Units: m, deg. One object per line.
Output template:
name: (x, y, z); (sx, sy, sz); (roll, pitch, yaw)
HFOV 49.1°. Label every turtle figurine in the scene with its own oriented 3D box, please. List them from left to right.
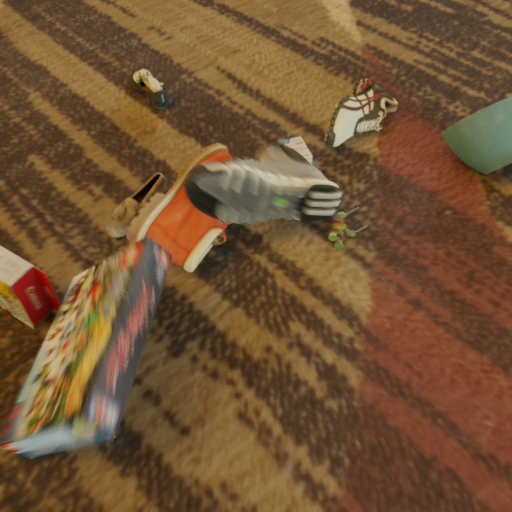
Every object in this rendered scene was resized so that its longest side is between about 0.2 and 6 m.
turtle figurine: (1.861, -0.601, 11.674); (0.826, 0.594, 0.800); (14, 59, 12)

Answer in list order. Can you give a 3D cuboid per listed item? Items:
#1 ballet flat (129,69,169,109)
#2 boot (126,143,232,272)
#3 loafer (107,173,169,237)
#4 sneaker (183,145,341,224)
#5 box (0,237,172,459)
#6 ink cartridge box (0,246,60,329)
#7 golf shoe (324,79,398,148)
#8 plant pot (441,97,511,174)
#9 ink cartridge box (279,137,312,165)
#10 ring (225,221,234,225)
ballet flat: (-2.866, -4.592, 14.905); (0.643, 0.643, 1.761); (-29, 56, -21)
boot: (-1.117, -1.019, 11.711); (1.657, 1.159, 3.090); (32, 60, 5)
loafer: (-2.588, -1.141, 12.083); (0.649, 0.568, 1.806); (22, 51, 28)
sneaker: (-0.024, -1.626, 11.612); (3.295, 1.236, 1.903); (5, 38, -24)
box: (-2.699, 1.439, 9.123); (2.258, 0.623, 3.306); (-25, 39, 35)
ink cartridge box: (-4.241, 0.643, 10.168); (1.197, 1.363, 0.572); (26, 55, 20)
golf shoe: (2.569, -3.446, 13.767); (1.132, 0.993, 2.571); (30, 57, 15)
plant pot: (5.399, -2.624, 12.713); (1.927, 1.927, 1.298); (-22, 87, -17)
ink cartridge box: (0.912, -2.307, 13.086); (0.547, 0.545, 0.746); (-14, 52, -11)
ring: (-0.786, -1.238, 12.388); (1.532, 0.147, 1.532); (-4, 53, 6)
